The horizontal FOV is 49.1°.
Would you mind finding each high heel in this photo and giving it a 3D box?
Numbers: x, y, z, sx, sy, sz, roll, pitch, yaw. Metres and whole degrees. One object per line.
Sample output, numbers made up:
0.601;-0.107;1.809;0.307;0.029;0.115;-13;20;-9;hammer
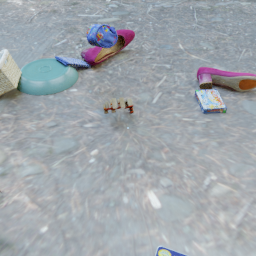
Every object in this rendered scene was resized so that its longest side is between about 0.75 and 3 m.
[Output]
4.047;-2.084;11.198;2.505;0.843;1.201;-4;49;15;high heel
-0.669;-3.699;12.955;2.954;0.996;1.420;-33;38;-14;high heel

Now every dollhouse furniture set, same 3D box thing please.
-0.294;-0.674;9.296;0.935;0.487;0.945;-9;-4;-24;dollhouse furniture set

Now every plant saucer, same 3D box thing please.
-3.425;-2.281;11.705;2.653;0.477;2.653;0;40;0;plant saucer

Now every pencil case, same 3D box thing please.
-0.889;-3.071;9.300;0.800;0.718;1.841;-50;26;3;pencil case

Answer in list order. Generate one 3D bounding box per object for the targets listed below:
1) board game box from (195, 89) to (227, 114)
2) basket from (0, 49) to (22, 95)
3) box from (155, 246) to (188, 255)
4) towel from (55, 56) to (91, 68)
3.041;-1.001;10.369;0.845;0.215;1.248;-3;40;-3;board game box
-4.935;-2.019;10.583;1.376;1.107;1.364;-22;39;10;basket
0.838;3.291;5.180;1.176;0.315;1.941;14;43;16;box
-2.418;-2.892;12.325;1.353;0.161;0.980;-5;31;-47;towel
